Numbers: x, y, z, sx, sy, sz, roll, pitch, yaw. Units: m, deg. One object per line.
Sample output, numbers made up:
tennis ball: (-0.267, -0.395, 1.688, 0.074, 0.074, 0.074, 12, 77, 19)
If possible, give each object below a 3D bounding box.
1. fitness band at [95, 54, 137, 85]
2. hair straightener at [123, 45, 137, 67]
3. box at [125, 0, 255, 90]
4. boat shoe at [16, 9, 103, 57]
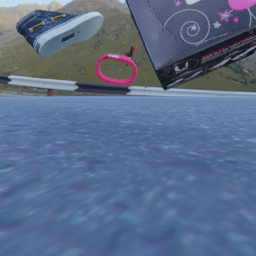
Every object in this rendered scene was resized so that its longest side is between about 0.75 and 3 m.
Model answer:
fitness band: (-0.436, -2.179, 10.499, 1.567, 1.125, 0.293, 10, 37, -8)
hair straightener: (0.040, -2.832, 10.987, 0.369, 0.958, 0.196, 12, -16, 27)
box: (0.905, -2.459, 4.873, 1.934, 2.927, 1.679, -22, -7, 10)
boat shoe: (-2.073, -3.319, 8.846, 2.748, 1.247, 0.972, -38, -12, -35)
